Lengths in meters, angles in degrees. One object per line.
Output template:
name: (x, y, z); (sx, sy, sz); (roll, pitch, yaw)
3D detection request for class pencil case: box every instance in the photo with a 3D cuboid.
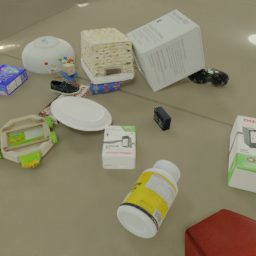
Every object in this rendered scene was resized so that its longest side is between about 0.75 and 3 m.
pencil case: (-1.014, -1.849, 12.315); (1.338, 0.522, 0.581); (-12, 48, -12)

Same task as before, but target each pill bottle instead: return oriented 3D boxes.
pill bottle: (0.673, 1.865, 7.754); (1.155, 1.155, 2.063); (21, 46, 22)

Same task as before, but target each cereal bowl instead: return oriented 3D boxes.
cereal bowl: (-4.049, -3.857, 14.127); (2.624, 1.093, 2.624); (0, 43, 0)

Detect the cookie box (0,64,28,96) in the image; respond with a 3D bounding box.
cookie box: (-5.538, -2.190, 12.656); (1.296, 0.569, 1.515); (14, 44, 15)

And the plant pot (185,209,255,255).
plant pot: (2.251, 2.938, 6.251); (1.823, 1.821, 1.606); (-20, 34, -20)

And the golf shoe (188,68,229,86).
golf shoe: (3.661, -2.415, 12.930); (1.955, 0.760, 0.924); (20, 28, 18)

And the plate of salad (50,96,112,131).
plate of salad: (-1.773, -0.499, 10.669); (2.353, 0.565, 2.353); (15, 31, -9)

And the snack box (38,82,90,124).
snack box: (-2.578, -1.087, 11.643); (0.882, 0.298, 2.454); (17, 45, 18)

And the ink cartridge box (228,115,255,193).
ink cartridge box: (4.263, 0.836, 8.971); (1.794, 1.036, 2.466); (11, 43, 12)

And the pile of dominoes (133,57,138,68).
pile of dominoes: (0.508, -3.283, 14.256); (0.737, 0.151, 0.946); (13, 52, 13)

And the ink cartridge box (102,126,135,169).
ink cartridge box: (-0.283, 0.630, 9.507); (1.079, 0.623, 1.483); (0, 42, 0)

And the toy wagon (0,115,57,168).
toy wagon: (-3.535, 0.509, 9.734); (2.047, 0.522, 2.638); (-15, 45, -16)

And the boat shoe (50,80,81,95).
boat shoe: (-2.663, -1.716, 11.798); (1.408, 0.438, 0.525); (13, 42, 15)

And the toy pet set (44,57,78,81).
toy pet set: (-2.934, -2.680, 12.938); (1.276, 0.726, 1.367); (23, 36, 29)

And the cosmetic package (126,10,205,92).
cosmetic package: (1.654, -3.403, 12.342); (2.546, 2.117, 2.130); (-27, 44, 0)

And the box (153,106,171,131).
box: (1.294, -0.366, 10.654); (0.317, 0.567, 0.804); (-17, 45, -17)

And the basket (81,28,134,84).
basket: (-1.040, -3.373, 12.722); (1.920, 1.748, 2.833); (-12, 32, -16)
